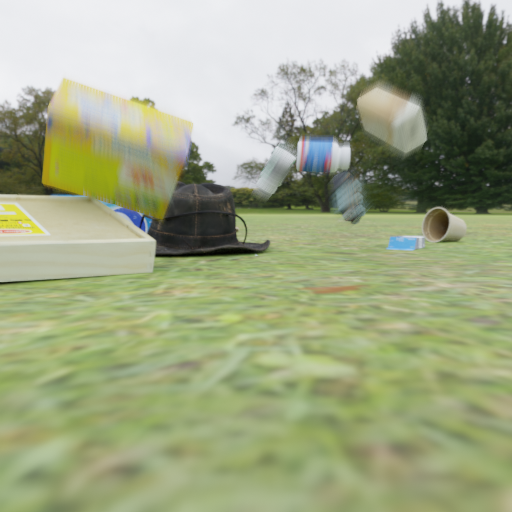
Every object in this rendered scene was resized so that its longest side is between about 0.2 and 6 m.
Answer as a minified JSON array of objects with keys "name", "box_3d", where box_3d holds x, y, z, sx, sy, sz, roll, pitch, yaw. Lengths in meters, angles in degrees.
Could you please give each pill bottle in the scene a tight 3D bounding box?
[{"name":"pill bottle","box_3d":[0.331,-1.440,9.511,0.404,0.714,0.404,28,15,-8]},{"name":"pill bottle","box_3d":[1.458,-2.148,12.203,1.124,0.631,0.631,2,5,3]}]

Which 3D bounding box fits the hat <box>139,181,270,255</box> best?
[{"name":"hat","box_3d":[-1.268,-0.773,10.832,3.382,1.364,3.382,-1,6,0]}]

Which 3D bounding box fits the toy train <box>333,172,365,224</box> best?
[{"name":"toy train","box_3d":[1.755,-1.107,10.679,0.432,1.013,0.578,-20,-28,35]}]

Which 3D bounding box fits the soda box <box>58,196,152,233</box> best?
[{"name":"soda box","box_3d":[-3.273,-0.937,13.847,3.432,1.101,1.164,-1,6,-11]}]

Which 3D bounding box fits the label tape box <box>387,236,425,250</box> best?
[{"name":"label tape box","box_3d":[2.997,-0.264,11.242,0.554,0.243,0.769,4,6,34]}]

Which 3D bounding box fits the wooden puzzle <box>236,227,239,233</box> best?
[{"name":"wooden puzzle","box_3d":[-1.378,-0.683,15.615,1.298,0.324,1.401,4,2,36]}]

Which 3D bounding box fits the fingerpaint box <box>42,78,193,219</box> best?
[{"name":"fingerpaint box","box_3d":[-1.993,-1.465,7.991,1.837,0.674,1.532,16,-37,-13]}]

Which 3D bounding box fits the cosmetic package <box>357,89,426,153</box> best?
[{"name":"cosmetic package","box_3d":[2.415,-2.446,10.052,0.476,0.704,1.339,-31,36,-6]}]

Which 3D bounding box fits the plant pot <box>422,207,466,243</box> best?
[{"name":"plant pot","box_3d":[4.494,-0.668,13.203,0.767,0.838,0.838,9,0,-30]}]

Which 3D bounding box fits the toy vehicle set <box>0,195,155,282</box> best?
[{"name":"toy vehicle set","box_3d":[-3.216,-0.279,6.903,3.345,0.443,2.078,-3,22,-38]}]
